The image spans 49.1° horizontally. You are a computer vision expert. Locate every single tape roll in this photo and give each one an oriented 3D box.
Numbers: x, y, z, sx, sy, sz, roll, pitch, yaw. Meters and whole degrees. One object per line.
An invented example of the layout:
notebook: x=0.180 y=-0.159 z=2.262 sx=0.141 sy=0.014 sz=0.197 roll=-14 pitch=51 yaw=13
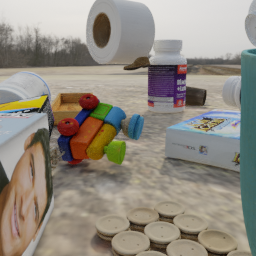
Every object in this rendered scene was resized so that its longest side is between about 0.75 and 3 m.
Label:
tape roll: x=-0.319 y=-3.414 z=10.020 sx=1.535 sy=2.235 sz=2.235 roll=-10 pitch=16 yaw=-38

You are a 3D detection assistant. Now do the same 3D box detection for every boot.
boot: x=0.265 y=-2.097 z=9.161 sx=0.902 sy=0.340 sz=0.332 roll=-12 pitch=1 yaw=3

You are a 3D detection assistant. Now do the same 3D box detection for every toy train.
toy train: x=-0.613 y=0.365 z=4.880 sx=1.255 sy=0.918 sz=2.169 roll=13 pitch=44 yaw=17

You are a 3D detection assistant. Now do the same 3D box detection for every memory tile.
memory tile: x=0.458 y=1.176 z=2.799 sx=1.177 sy=0.129 sz=1.536 roll=-7 pitch=14 yaw=-28

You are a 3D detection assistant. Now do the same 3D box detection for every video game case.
video game case: x=2.617 y=0.185 z=5.917 sx=2.639 sy=0.662 sz=2.912 roll=8 pitch=15 yaw=34

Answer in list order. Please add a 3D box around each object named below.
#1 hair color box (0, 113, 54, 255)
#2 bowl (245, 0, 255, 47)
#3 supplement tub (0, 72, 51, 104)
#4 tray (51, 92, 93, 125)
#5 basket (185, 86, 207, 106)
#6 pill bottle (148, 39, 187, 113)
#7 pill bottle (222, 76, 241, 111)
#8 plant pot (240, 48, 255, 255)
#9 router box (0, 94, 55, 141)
hair color box: x=-1.281 y=0.711 z=2.217 sx=0.783 sy=1.279 sz=2.584 roll=-1 pitch=13 yaw=-2
bowl: x=3.562 y=-2.618 z=7.053 sx=0.844 sy=1.878 sz=1.878 roll=-23 pitch=14 yaw=1
supplement tub: x=-2.898 y=-0.648 z=7.423 sx=1.367 sy=1.367 sz=2.073 roll=-1 pitch=24 yaw=-2
tray: x=-1.904 y=-0.721 z=9.702 sx=1.323 sy=0.497 sz=2.681 roll=-2 pitch=19 yaw=-5
basket: x=2.838 y=-1.456 z=12.692 sx=1.295 sy=0.881 sz=1.167 roll=11 pitch=-2 yaw=24
pill bottle: x=1.519 y=-2.020 z=10.929 sx=1.501 sy=2.694 sz=1.501 roll=-1 pitch=14 yaw=0
pill bottle: x=4.767 y=-1.163 z=9.689 sx=1.569 sy=1.569 sz=2.817 roll=-8 pitch=15 yaw=-32
plant pot: x=1.799 y=0.491 z=1.712 sx=2.298 sy=1.844 sz=2.298 roll=0 pitch=19 yaw=0
router box: x=-2.830 y=0.091 z=5.147 sx=2.751 sy=0.702 sz=2.052 roll=-13 pitch=16 yaw=-8
